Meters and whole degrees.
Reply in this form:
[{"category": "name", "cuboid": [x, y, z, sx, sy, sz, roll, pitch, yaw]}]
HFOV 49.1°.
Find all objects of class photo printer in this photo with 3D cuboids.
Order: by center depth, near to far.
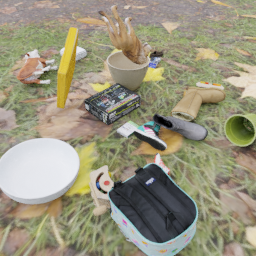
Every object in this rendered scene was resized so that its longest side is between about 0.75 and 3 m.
[{"category": "photo printer", "cuboid": [-3.297, -4.481, 16.663, 1.341, 0.466, 1.116, 31, 50, 32]}]

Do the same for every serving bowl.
[{"category": "serving bowl", "cuboid": [-2.896, 1.492, 9.263, 2.597, 0.854, 2.597, 3, 40, -3]}]

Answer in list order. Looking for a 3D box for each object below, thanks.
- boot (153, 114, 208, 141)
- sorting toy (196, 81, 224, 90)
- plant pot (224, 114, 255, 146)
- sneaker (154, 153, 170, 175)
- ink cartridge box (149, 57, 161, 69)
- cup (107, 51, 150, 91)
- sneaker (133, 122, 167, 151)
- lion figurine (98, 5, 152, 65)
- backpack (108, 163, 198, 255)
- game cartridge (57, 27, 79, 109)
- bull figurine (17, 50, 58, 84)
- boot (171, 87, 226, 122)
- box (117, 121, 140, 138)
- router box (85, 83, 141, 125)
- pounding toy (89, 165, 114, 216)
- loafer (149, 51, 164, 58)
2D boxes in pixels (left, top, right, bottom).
[{"category": "boot", "cuboid": [1.973, -0.005, 10.805, 1.960, 0.684, 1.290, 19, 7, 34]}, {"category": "sorting toy", "cuboid": [4.008, -2.096, 13.639, 1.279, 0.252, 1.381, 12, 15, 14]}, {"category": "plant pot", "cuboid": [4.660, -0.052, 11.032, 1.203, 1.267, 1.267, -20, 42, -41]}, {"category": "sneaker", "cuboid": [1.181, 1.373, 9.838, 0.592, 0.369, 1.104, 8, 44, 8]}, {"category": "ink cartridge box", "cuboid": [1.466, -3.754, 16.024, 0.515, 0.203, 1.035, 16, 44, 17]}, {"category": "cup", "cuboid": [0.017, -2.703, 13.788, 2.052, 1.467, 2.052, 0, 39, 0]}, {"category": "sneaker", "cuboid": [1.072, 0.247, 10.994, 1.531, 0.640, 0.924, 29, 58, 32]}, {"category": "lion figurine", "cuboid": [-0.132, -3.292, 10.464, 1.059, 1.791, 2.924, -16, 1, 28]}, {"category": "backpack", "cuboid": [0.734, 2.355, 7.609, 1.966, 1.714, 2.236, -26, 39, -28]}, {"category": "game cartridge", "cuboid": [-2.320, -2.205, 10.617, 0.391, 2.125, 2.410, 12, 55, -8]}, {"category": "bull figurine", "cuboid": [-4.780, -3.188, 14.749, 1.807, 0.969, 2.976, 0, 40, 0]}, {"category": "boot", "cuboid": [3.157, -1.010, 12.429, 1.917, 0.724, 2.189, 7, 38, 28]}, {"category": "box", "cuboid": [0.038, 0.051, 11.568, 0.589, 0.148, 0.816, 30, 50, 31]}, {"category": "router box", "cuboid": [-0.659, -1.124, 12.559, 2.056, 0.639, 1.541, -33, 50, -32]}, {"category": "pounding toy", "cuboid": [-0.660, 1.849, 8.756, 1.014, 1.018, 1.774, -10, 41, -5]}, {"category": "loafer", "cuboid": [1.715, -4.413, 16.673, 0.991, 0.354, 0.362, -24, 46, -26]}]
